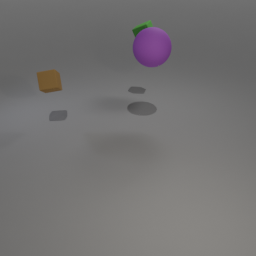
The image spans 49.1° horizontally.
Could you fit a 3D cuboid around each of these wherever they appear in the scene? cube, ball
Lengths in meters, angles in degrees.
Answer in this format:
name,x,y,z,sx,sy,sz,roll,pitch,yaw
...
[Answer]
name,x,y,z,sx,sy,sz,roll,pitch,yaw
cube,-2.968,-1.766,10.638,0.700,0.700,0.700,-10,-1,1
ball,0.871,-2.911,10.142,1.400,1.400,1.400,0,29,0
cube,0.708,-4.108,12.062,0.700,0.700,0.700,-12,27,28
